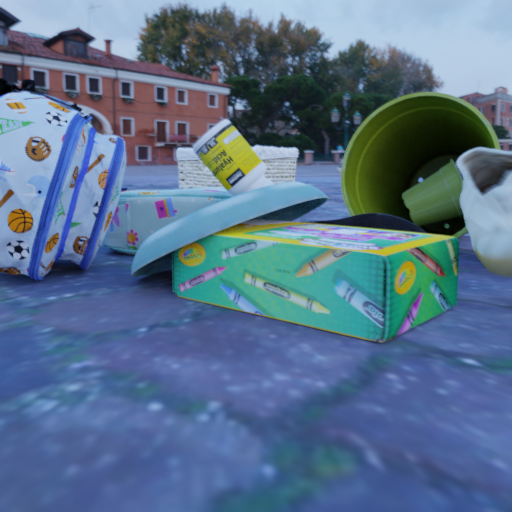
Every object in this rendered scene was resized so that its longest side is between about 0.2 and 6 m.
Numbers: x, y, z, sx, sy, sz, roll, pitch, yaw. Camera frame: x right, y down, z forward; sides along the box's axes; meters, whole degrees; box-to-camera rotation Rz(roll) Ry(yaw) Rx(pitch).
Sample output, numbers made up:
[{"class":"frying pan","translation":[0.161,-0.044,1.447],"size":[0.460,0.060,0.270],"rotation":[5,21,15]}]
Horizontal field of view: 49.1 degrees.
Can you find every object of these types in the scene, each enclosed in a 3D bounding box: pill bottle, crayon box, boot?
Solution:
[{"class":"pill bottle","translation":[-0.270,-1.221,7.621],"size":[0.635,1.142,0.635],"rotation":[-40,7,6]},{"class":"crayon box","translation":[0.544,0.119,5.809],"size":[2.588,0.754,1.537],"rotation":[8,13,40]},{"class":"boot","translation":[1.495,-0.201,8.627],"size":[2.145,0.780,2.279],"rotation":[-6,1,14]}]

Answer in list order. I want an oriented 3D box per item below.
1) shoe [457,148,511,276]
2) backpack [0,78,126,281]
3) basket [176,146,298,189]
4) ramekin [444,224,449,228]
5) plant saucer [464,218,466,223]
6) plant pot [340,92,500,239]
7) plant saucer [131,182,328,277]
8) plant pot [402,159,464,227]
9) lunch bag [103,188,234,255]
[{"class":"shoe","translation":[2.449,-0.541,5.397],"size":[1.046,0.799,2.992],"rotation":[-25,9,15]},{"class":"backpack","translation":[-2.786,-0.837,7.142],"size":[2.053,2.665,2.538],"rotation":[12,12,-9]},{"class":"basket","translation":[-0.424,-1.712,13.368],"size":[2.215,1.797,2.235],"rotation":[6,11,30]},{"class":"ramekin","translation":[3.848,-0.687,11.577],"size":[0.793,0.387,0.793],"rotation":[0,10,0]},{"class":"plant saucer","translation":[3.507,-0.183,7.701],"size":[1.487,0.231,1.487],"rotation":[28,6,-3]},{"class":"plant pot","translation":[3.172,-1.274,9.984],"size":[2.551,2.551,2.456],"rotation":[6,-1,32]},{"class":"plant saucer","translation":[-0.357,-0.352,6.791],"size":[2.524,0.346,2.524],"rotation":[-21,-3,-1]},{"class":"plant pot","translation":[3.198,-1.012,9.977],"size":[1.032,1.087,1.087],"rotation":[-23,2,19]},{"class":"lunch bag","translation":[-1.121,-0.638,9.400],"size":[2.684,1.035,2.153],"rotation":[2,10,9]}]
